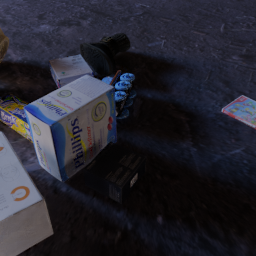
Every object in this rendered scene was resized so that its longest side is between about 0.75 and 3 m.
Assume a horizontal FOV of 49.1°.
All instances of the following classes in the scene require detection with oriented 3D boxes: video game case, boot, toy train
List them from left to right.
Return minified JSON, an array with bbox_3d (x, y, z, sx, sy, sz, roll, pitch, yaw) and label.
[{"bbox_3d":[-0.734,-3.516,12.975,2.202,1.108,2.945,-20,43,-23],"label":"boot"},{"bbox_3d":[-0.551,-1.237,10.282,1.421,1.078,2.486,3,39,14],"label":"toy train"},{"bbox_3d":[4.571,-0.481,10.018,1.379,0.168,1.929,-29,47,-31],"label":"video game case"}]

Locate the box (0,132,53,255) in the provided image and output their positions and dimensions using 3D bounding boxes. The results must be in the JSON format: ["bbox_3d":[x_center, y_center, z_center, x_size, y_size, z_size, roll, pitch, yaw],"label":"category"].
[{"bbox_3d":[-3.187,1.578,6.561,1.711,1.341,2.750,-24,45,-28],"label":"box"}]

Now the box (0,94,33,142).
[{"bbox_3d":[-3.448,-0.307,9.299,2.275,0.797,0.731,27,47,29],"label":"box"}]

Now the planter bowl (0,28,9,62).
[{"bbox_3d":[-6.474,-3.806,12.669,1.630,2.422,2.422,26,38,-11],"label":"planter bowl"}]

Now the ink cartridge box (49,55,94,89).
[{"bbox_3d":[-2.415,-2.353,11.788,1.453,0.813,2.130,-16,44,-18],"label":"ink cartridge box"}]

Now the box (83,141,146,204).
[{"bbox_3d":[-0.330,1.162,7.596,1.187,0.679,1.303,23,44,23],"label":"box"}]

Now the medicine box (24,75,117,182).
[{"bbox_3d":[-1.484,-0.031,7.948,1.172,2.074,2.278,27,46,29],"label":"medicine box"}]
